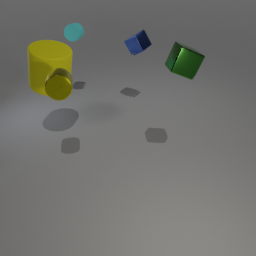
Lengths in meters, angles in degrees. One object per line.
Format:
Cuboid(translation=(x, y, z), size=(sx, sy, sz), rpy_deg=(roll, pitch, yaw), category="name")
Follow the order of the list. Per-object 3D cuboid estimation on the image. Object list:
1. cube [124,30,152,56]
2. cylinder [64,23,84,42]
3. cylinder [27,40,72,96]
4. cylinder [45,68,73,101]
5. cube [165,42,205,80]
Cuboid(translation=(0.418, -3.535, 11.654), size=(0.700, 0.700, 0.700), rpy_deg=(-10, 28, 48), category="cube")
Cuboid(translation=(-2.327, -4.145, 12.100), size=(0.700, 0.700, 0.700), rpy_deg=(4, 26, 5), category="cylinder")
Cuboid(translation=(-2.626, -2.028, 9.454), size=(1.400, 1.400, 1.400), rpy_deg=(8, 39, -7), category="cylinder")
Cuboid(translation=(-1.842, -1.180, 7.508), size=(0.700, 0.700, 0.700), rpy_deg=(-5, 28, -8), category="cylinder")
Cuboid(translation=(1.518, -1.827, 7.594), size=(0.700, 0.700, 0.700), rpy_deg=(17, 25, -17), category="cube")
